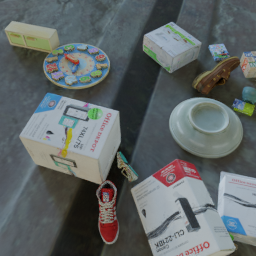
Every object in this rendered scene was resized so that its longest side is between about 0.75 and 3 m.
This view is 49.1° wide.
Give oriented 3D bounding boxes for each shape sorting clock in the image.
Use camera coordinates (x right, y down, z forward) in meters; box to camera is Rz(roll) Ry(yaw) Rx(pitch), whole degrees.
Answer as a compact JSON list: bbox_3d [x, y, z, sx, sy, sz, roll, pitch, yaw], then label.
[{"bbox_3d":[-2.242,-2.817,12.313,2.892,0.567,2.892,0,55,0],"label":"shape sorting clock"}]

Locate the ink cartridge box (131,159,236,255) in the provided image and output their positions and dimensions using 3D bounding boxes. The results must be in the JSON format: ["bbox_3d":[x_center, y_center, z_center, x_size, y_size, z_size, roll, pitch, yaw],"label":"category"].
[{"bbox_3d":[1.416,2.474,7.764,1.855,1.076,2.571,-39,54,24],"label":"ink cartridge box"}]

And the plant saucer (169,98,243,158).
[{"bbox_3d":[2.950,-0.233,10.436,2.756,0.692,2.756,0,55,0],"label":"plant saucer"}]

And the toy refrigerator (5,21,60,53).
[{"bbox_3d":[-4.474,-4.229,13.119,2.281,0.866,0.798,14,56,9],"label":"toy refrigerator"}]

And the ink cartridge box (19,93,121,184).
[{"bbox_3d":[-1.726,0.367,9.269,2.567,1.874,1.883,15,57,10],"label":"ink cartridge box"}]

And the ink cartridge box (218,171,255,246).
[{"bbox_3d":[3.505,2.284,8.636,1.289,0.754,2.222,11,56,8],"label":"ink cartridge box"}]

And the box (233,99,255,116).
[{"bbox_3d":[4.585,-0.826,11.152,0.795,0.189,0.485,23,58,15],"label":"box"}]

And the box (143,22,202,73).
[{"bbox_3d":[1.958,-3.690,12.683,1.731,0.948,1.962,-32,61,-21],"label":"box"}]

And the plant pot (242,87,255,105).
[{"bbox_3d":[4.895,-1.244,11.186,0.760,0.760,0.509,27,87,18],"label":"plant pot"}]

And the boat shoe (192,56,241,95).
[{"bbox_3d":[3.834,-2.154,11.729,2.417,0.870,0.816,-32,67,-15],"label":"boat shoe"}]

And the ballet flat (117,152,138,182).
[{"bbox_3d":[-0.117,1.331,9.534,0.389,0.460,1.216,-41,57,4],"label":"ballet flat"}]

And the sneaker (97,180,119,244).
[{"bbox_3d":[-0.606,2.445,8.369,0.633,1.000,1.777,-4,55,-3],"label":"sneaker"}]

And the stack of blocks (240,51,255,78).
[{"bbox_3d":[6.192,-2.697,12.172,2.221,0.650,1.279,-4,55,-3],"label":"stack of blocks"}]

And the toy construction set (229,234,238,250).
[{"bbox_3d":[2.846,3.832,7.424,1.416,1.537,1.843,29,41,-2],"label":"toy construction set"}]

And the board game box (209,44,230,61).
[{"bbox_3d":[4.255,-3.540,13.060,0.706,0.171,0.933,-8,55,-5],"label":"board game box"}]
